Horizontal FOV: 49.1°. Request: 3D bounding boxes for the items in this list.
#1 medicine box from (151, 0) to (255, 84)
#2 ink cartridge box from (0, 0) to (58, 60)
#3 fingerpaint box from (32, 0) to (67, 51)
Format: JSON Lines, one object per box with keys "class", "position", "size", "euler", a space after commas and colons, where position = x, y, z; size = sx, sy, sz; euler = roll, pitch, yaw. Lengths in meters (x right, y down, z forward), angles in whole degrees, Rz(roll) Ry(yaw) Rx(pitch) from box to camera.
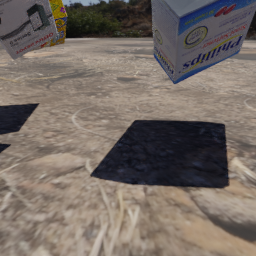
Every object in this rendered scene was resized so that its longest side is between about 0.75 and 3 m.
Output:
{"class": "medicine box", "position": [2.242, -3.175, 8.584], "size": [2.668, 2.929, 1.508], "euler": [-27, 64, -6]}
{"class": "ink cartridge box", "position": [-2.941, -3.136, 7.477], "size": [1.612, 2.209, 0.929], "euler": [-36, 71, -15]}
{"class": "fingerpaint box", "position": [-3.443, -3.799, 10.462], "size": [2.092, 0.920, 2.508], "euler": [-19, 0, -15]}
